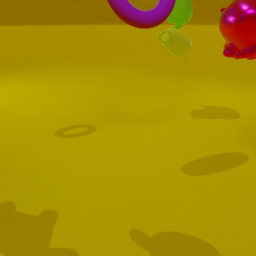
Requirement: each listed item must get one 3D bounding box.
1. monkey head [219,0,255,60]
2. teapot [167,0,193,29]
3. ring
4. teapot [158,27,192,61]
[{"bbox_3d":[2.204,-1.705,4.781,1.217,1.020,1.692,-3,21,-13],"label":"monkey head"},{"bbox_3d":[1.390,-3.612,8.319,0.947,1.935,1.203,-10,52,10],"label":"teapot"},{"bbox_3d":[0.257,-2.695,5.265,1.599,1.599,0.320,-12,11,-28],"label":"ring"},{"bbox_3d":[1.422,-2.446,8.278,1.494,0.731,0.929,19,27,-40],"label":"teapot"}]
